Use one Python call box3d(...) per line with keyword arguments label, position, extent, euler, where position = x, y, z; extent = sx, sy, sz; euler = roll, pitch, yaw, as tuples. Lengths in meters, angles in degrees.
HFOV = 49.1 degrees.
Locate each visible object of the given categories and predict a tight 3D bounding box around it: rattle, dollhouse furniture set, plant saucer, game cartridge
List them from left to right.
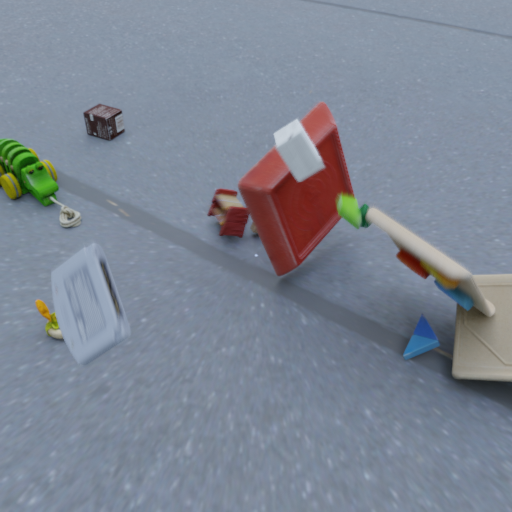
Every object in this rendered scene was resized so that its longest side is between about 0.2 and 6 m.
box3d(label="rattle", position=(-2.748, 0.871, 8.426), extent=(0.901, 0.643, 0.586), euler=(-1, 20, 8))
box3d(label="game cartridge", position=(-1.741, 0.510, 5.765), extent=(0.731, 0.222, 1.096), euler=(-31, 67, 16))
box3d(label="dollhouse furniture set", position=(-0.060, -0.743, 10.476), extent=(1.473, 0.599, 0.793), euler=(6, 30, -26))
box3d(label="plant saucer", position=(0.833, -0.988, 8.989), extent=(0.390, 2.124, 2.128), euler=(23, 60, 39))

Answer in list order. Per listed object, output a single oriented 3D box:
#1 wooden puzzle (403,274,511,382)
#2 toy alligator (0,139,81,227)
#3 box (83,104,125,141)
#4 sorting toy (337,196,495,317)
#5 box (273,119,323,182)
box3d(label="wooden puzzle", position=(3.643, 0.979, 7.701), extent=(2.870, 0.336, 1.936), euler=(3, 53, 33))
box3d(label="toy alligator", position=(-4.537, -1.659, 11.234), extent=(0.989, 0.905, 3.336), euler=(-32, 49, -33))
box3d(label="box", position=(-3.608, -3.183, 13.330), extent=(0.713, 0.592, 0.586), euler=(19, 43, 21))
box3d(label="sorting toy", position=(2.155, -0.047, 7.940), extent=(0.356, 1.788, 2.419), euler=(-52, 50, 5))
box3d(label="box", position=(0.535, -1.350, 7.167), extent=(0.376, 0.575, 0.572), euler=(-30, 26, 13))
